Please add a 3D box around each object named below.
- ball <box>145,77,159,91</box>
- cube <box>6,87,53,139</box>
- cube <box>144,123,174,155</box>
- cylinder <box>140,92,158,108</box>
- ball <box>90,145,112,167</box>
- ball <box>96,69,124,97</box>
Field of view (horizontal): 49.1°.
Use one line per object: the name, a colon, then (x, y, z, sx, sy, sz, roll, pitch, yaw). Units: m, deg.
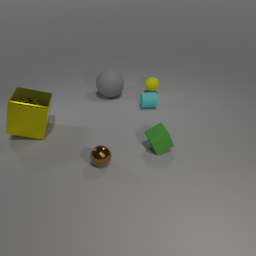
ball: (1.244, -2.250, 14.348, 0.700, 0.700, 0.700, 0, 30, 0)
cube: (-3.773, -0.583, 10.798, 1.400, 1.400, 1.400, 10, 27, -13)
cube: (1.099, 0.379, 9.851, 0.700, 0.700, 0.700, -28, 35, 1)
cylinder: (0.961, -1.300, 13.048, 0.700, 0.700, 0.700, -3, 30, -7)
ball: (-0.889, 0.922, 9.180, 0.700, 0.700, 0.700, 0, 30, 0)
ball: (-0.893, -2.231, 13.953, 1.400, 1.400, 1.400, 0, 30, 0)
